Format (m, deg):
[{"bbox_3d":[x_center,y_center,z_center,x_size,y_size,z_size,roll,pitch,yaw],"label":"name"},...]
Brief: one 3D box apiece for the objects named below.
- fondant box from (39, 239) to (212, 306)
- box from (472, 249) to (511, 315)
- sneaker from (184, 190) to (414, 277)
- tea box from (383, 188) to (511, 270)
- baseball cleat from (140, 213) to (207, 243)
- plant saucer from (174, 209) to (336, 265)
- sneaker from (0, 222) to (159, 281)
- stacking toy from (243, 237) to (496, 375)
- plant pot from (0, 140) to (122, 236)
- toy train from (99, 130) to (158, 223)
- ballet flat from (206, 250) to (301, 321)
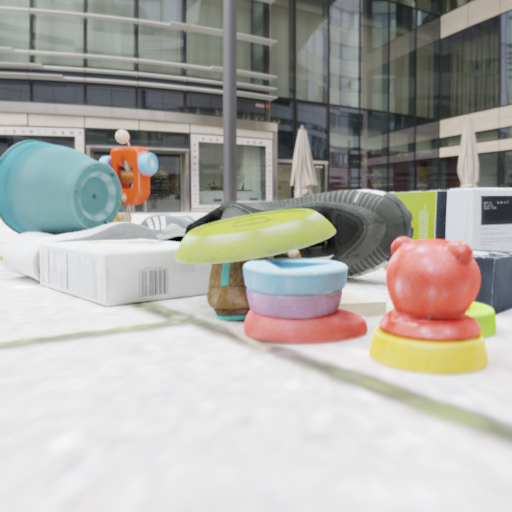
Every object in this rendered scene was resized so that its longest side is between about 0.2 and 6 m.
[{"bbox_3d":[-1.446,0.121,6.229,1.318,0.532,1.826,-4,8,-39],"label":"fondant box"},{"bbox_3d":[1.980,0.216,5.296,0.839,0.529,0.854,7,9,42],"label":"box"},{"bbox_3d":[0.303,-0.212,7.194,1.522,1.118,3.363,-9,7,-43],"label":"sneaker"},{"bbox_3d":[2.941,-0.336,7.688,1.731,1.157,1.703,-2,6,-25],"label":"tea box"},{"bbox_3d":[-1.576,-0.264,9.151,2.226,0.776,1.185,-11,15,45],"label":"baseball cleat"},{"bbox_3d":[-0.030,-0.208,4.927,1.435,0.223,1.435,-10,10,2],"label":"plant saucer"},{"bbox_3d":[-2.392,-0.111,7.610,1.166,0.744,2.018,8,10,38],"label":"sneaker"},{"bbox_3d":[0.889,0.201,4.121,1.800,0.760,1.629,4,7,36],"label":"stacking toy"},{"bbox_3d":[-2.662,-0.891,7.818,1.311,1.395,1.395,8,9,30],"label":"plant pot"},{"bbox_3d":[-2.546,-0.856,8.956,2.662,1.999,0.740,-2,6,27],"label":"toy train"},{"bbox_3d":[0.043,0.049,5.479,0.748,0.798,2.205,-4,4,18],"label":"ballet flat"}]
